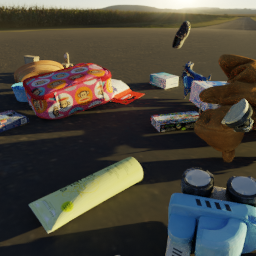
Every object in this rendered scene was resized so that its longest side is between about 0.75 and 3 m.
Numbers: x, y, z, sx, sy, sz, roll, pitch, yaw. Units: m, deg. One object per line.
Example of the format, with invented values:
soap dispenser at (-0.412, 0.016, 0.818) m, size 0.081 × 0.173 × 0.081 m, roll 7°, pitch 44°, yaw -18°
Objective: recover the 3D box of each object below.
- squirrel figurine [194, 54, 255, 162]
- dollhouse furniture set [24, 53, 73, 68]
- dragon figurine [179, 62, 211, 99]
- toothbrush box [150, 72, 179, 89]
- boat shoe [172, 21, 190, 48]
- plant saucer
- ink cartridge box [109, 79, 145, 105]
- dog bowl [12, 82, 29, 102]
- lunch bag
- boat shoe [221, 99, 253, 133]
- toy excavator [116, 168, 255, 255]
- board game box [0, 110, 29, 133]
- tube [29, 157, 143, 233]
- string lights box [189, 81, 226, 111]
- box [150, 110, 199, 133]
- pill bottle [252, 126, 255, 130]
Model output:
squirrel figurine at (3.110, -0.345, 7.121) m, size 2.804 × 1.985 × 2.617 m, roll 18°, pitch 43°, yaw 29°
dollhouse furniture set at (-3.897, -3.332, 14.840) m, size 1.380 × 1.179 × 2.663 m, roll 15°, pitch 28°, yaw 30°
dragon figurine at (2.605, -1.636, 11.292) m, size 1.293 × 0.765 × 2.601 m, roll 8°, pitch 54°, yaw 15°
toothbrush box at (1.702, -2.263, 13.284) m, size 0.834 × 0.486 × 1.139 m, roll -16°, pitch 30°, yaw -31°
boat shoe at (1.805, -3.170, 9.609) m, size 0.323 × 0.996 × 0.358 m, roll -27°, pitch 62°, yaw -40°
plant saucer at (-3.779, -2.227, 12.084) m, size 2.108 × 0.340 × 2.108 m, roll -16°, pitch -13°, yaw -4°
ink cartridge box at (-0.529, -1.581, 11.780) m, size 2.009 × 0.573 × 1.633 m, roll 10°, pitch 26°, yaw 29°
dog bowl at (-3.559, -1.567, 11.618) m, size 2.302 × 0.571 × 1.283 m, roll -11°, pitch 26°, yaw -24°
lunch bag at (-2.241, -1.498, 10.358) m, size 2.964 × 1.214 × 2.611 m, roll -21°, pitch 32°, yaw -23°
boat shoe at (2.005, -0.170, 4.921) m, size 0.489 × 0.519 × 1.445 m, roll 38°, pitch 7°, yaw 12°
toy excavator at (0.868, 1.654, 3.995) m, size 2.111 × 1.085 × 2.171 m, roll 6°, pitch 33°, yaw 16°
board game box at (-4.046, -0.296, 8.999) m, size 1.187 × 0.366 × 1.188 m, roll 18°, pitch 30°, yaw 34°
tube at (-0.704, 1.219, 5.444) m, size 2.215 × 0.575 × 0.643 m, roll -22°, pitch -7°, yaw -31°
string lights box at (3.796, -1.106, 10.049) m, size 2.766 × 0.815 × 1.421 m, roll -1°, pitch 24°, yaw -13°
box at (1.598, -0.222, 8.946) m, size 1.584 × 0.275 × 0.872 m, roll -7°, pitch 25°, yaw -15°
pill bottle at (4.214, -0.104, 8.367) m, size 0.924 × 0.535 × 0.535 m, roll 21°, pitch 31°, yaw 40°
